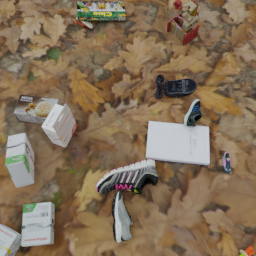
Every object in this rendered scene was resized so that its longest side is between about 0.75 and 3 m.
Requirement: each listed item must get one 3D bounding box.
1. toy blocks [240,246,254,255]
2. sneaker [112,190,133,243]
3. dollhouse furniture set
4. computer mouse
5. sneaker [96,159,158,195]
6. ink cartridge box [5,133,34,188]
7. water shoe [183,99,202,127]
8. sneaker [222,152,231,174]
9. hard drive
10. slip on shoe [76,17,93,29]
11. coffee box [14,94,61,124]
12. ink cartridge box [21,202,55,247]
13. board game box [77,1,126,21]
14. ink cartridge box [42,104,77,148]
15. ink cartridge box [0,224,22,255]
[{"bbox_3d":[3.916,4.108,8.685,1.098,0.399,0.915,-29,68,-13],"label":"toy blocks"},{"bbox_3d":[-0.189,2.876,9.230,0.652,0.608,1.645,-1,70,-11],"label":"sneaker"},{"bbox_3d":[2.449,-4.756,12.003,0.895,2.201,1.185,-39,72,-12],"label":"dollhouse furniture set"},{"bbox_3d":[1.970,-1.644,11.499,1.688,0.445,1.169,2,64,13],"label":"computer mouse"},{"bbox_3d":[0.048,1.861,9.524,2.265,0.836,0.991,-18,59,-14],"label":"sneaker"},{"bbox_3d":[-3.629,1.052,9.493,0.635,1.100,1.505,-13,39,-8],"label":"ink cartridge box"},{"bbox_3d":[2.602,-0.537,10.770,0.555,0.503,1.407,20,55,24],"label":"water shoe"},{"bbox_3d":[3.582,1.247,10.113,0.276,0.322,0.785,-2,64,-1],"label":"sneaker"},{"bbox_3d":[1.859,0.547,10.461,2.278,0.289,1.503,6,64,2],"label":"hard drive"},{"bbox_3d":[-2.045,-4.864,13.098,0.972,0.297,0.360,32,35,16],"label":"slip on shoe"},{"bbox_3d":[-3.482,-0.701,10.890,1.546,0.616,0.884,8,64,4],"label":"coffee box"},{"bbox_3d":[-2.898,3.127,9.082,0.936,0.531,1.277,-4,64,-2],"label":"ink cartridge box"},{"bbox_3d":[-1.267,-5.544,13.267,2.273,0.267,1.191,-4,61,-9],"label":"board game box"},{"bbox_3d":[-2.441,-0.138,9.974,0.593,1.757,1.024,19,66,11],"label":"ink cartridge box"},{"bbox_3d":[-3.941,3.673,8.645,0.843,0.840,1.161,25,67,12],"label":"ink cartridge box"}]
